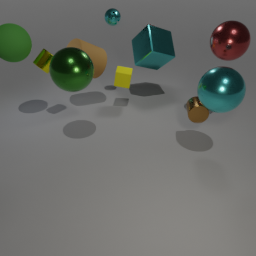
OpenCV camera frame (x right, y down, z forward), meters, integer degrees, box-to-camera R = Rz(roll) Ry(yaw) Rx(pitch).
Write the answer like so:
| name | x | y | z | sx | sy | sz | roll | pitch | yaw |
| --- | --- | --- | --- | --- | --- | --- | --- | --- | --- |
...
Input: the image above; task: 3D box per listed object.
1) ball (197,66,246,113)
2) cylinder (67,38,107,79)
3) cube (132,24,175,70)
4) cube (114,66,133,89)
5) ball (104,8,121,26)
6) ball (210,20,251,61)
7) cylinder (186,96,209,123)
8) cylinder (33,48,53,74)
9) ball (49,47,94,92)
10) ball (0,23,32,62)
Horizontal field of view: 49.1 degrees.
| name | x | y | z | sx | sy | sz | roll | pitch | yaw |
| --- | --- | --- | --- | --- | --- | --- | --- | --- | --- |
| ball | 2.818 | -1.153 | 8.490 | 1.400 | 1.400 | 1.400 | 0 | 30 | 0 |
| cylinder | -1.872 | -3.013 | 12.267 | 1.400 | 1.400 | 1.400 | 10 | 17 | -43 |
| cube | 1.177 | -3.753 | 13.212 | 1.400 | 1.400 | 1.400 | 3 | -18 | -33 |
| cube | -0.212 | -2.287 | 12.586 | 0.700 | 0.700 | 0.700 | 10 | 35 | -1 |
| ball | -0.660 | -4.751 | 11.999 | 0.700 | 0.700 | 0.700 | 0 | 30 | 0 |
| ball | 3.699 | -3.163 | 10.188 | 1.400 | 1.400 | 1.400 | 0 | 30 | 0 |
| cylinder | 2.386 | -0.631 | 9.650 | 0.700 | 0.700 | 0.700 | 2 | 33 | 4 |
| cylinder | -3.195 | -2.594 | 10.871 | 0.700 | 0.700 | 0.700 | -53 | 43 | 0 |
| ball | -1.779 | -1.846 | 8.900 | 1.400 | 1.400 | 1.400 | 0 | 30 | 0 |
| ball | -4.338 | -3.176 | 10.481 | 1.400 | 1.400 | 1.400 | 0 | 30 | 0 |
